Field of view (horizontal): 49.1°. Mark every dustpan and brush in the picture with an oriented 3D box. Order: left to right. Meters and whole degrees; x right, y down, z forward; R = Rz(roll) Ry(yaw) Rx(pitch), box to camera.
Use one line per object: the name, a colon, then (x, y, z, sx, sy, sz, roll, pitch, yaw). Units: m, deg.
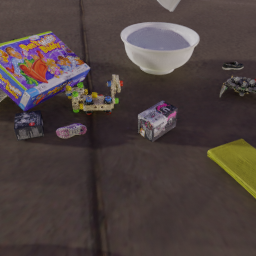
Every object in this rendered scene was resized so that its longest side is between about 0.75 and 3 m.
dustpan and brush: (0.956, -4.640, 8.674, 1.814, 1.266, 0.519, 26, 53, -12)

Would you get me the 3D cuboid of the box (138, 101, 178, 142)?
box: (0.819, -0.202, 7.658, 0.581, 0.670, 1.014, 31, 47, 34)

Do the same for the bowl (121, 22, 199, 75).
bowl: (1.162, -2.921, 10.635, 2.903, 1.305, 2.903, 0, 38, 0)

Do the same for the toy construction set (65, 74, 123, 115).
toy construction set: (-1.004, -0.994, 8.634, 1.855, 0.855, 1.216, -15, 38, -1)

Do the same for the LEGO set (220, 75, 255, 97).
LEGO set: (4.127, -1.523, 9.370, 2.352, 0.667, 1.527, -25, 44, -29)

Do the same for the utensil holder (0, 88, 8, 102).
utensil holder: (-4.388, -1.225, 8.521, 1.304, 1.304, 1.534, 11, 42, 14)

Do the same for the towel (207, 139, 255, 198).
towel: (3.153, 1.254, 6.170, 1.254, 0.263, 2.914, -13, 38, -25)

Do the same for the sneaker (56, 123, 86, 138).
sneaker: (-1.563, 0.043, 7.671, 0.805, 0.324, 0.356, -10, 32, -19)

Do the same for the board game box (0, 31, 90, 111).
board game box: (-2.809, -1.924, 8.839, 1.959, 0.652, 2.913, 43, 38, 1)

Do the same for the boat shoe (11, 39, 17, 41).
boat shoe: (-4.277, -2.489, 10.477, 0.985, 0.832, 2.762, -9, 39, -12)

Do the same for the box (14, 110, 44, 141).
box: (-2.722, -0.084, 7.724, 0.704, 0.403, 0.773, -11, 38, -12)

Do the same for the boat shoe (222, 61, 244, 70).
boat shoe: (4.112, -2.452, 10.901, 0.865, 0.261, 0.327, -9, 39, -11)
